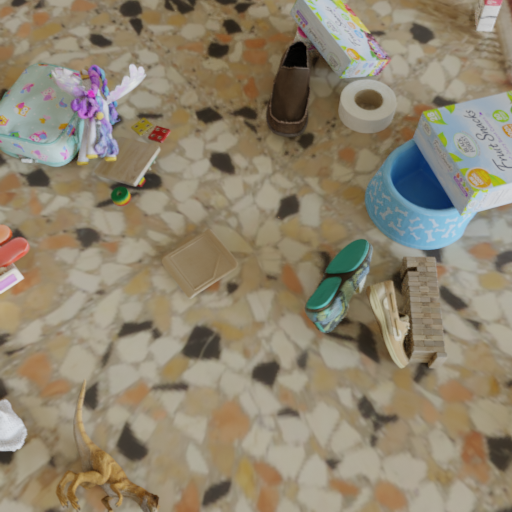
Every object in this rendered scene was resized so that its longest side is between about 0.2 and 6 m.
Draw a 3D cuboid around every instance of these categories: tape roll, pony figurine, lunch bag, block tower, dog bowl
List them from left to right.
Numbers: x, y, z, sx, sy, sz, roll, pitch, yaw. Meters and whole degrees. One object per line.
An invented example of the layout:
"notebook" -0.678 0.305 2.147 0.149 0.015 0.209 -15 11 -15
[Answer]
"lunch bag" -4.556 -3.078 12.369 1.913 0.919 2.385 16 62 7
"pony figurine" -3.287 -3.038 11.445 1.789 2.074 2.148 -3 93 -26
"tape roll" 2.547 -3.428 12.836 1.289 0.451 1.289 0 60 0
"block tower" 3.033 0.964 10.284 0.603 0.564 2.087 1 60 1
"dog bowl" 4.128 -1.785 11.606 3.987 0.988 2.222 -32 65 -17

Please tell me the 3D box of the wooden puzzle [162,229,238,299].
"wooden puzzle" -1.095 0.152 10.933 1.174 0.219 1.087 -35 62 -11

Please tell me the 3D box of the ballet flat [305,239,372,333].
"ballet flat" 1.589 0.574 10.376 0.828 0.828 2.230 31 51 16

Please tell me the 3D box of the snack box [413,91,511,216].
"snack box" 4.618 -2.042 10.713 2.460 0.832 2.074 -16 61 -9

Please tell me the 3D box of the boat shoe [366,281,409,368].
"boat shoe" 2.402 1.205 9.696 0.522 1.619 0.577 -20 16 12

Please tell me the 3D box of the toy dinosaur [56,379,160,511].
"toy dinosaur" -2.581 3.367 8.974 2.450 0.740 1.301 44 47 15

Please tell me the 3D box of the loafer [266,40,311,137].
"loafer" 0.755 -3.884 12.803 0.978 0.951 2.680 4 61 2

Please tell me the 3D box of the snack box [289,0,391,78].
"snack box" 1.990 -5.213 13.273 1.553 0.578 2.183 -20 69 -38

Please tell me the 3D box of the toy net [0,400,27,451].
"toy net" -5.513 2.228 8.921 3.802 0.734 1.995 19 22 10

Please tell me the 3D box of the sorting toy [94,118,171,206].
"sorting toy" -2.679 -2.012 12.020 1.065 0.374 2.209 17 64 21

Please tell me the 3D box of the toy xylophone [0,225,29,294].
"toy xylophone" -5.863 -0.004 10.703 3.116 0.783 2.281 37 67 19

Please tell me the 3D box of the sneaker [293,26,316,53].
"sneaker" 1.363 -5.405 13.879 1.466 0.647 0.596 -30 78 -41

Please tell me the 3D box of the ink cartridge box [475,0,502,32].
"ink cartridge box" 5.871 -6.306 14.165 0.414 0.977 0.711 4 60 8
